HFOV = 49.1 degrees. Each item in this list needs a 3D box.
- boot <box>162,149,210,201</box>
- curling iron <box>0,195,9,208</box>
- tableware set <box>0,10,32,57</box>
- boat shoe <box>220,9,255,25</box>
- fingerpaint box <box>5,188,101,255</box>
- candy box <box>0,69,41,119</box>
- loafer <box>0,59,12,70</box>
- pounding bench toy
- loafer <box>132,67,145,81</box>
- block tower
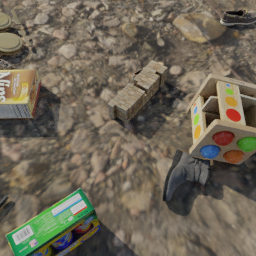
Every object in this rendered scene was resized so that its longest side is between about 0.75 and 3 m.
[{"bbox_3d":[1.640,1.377,7.664,1.113,0.590,1.691,19,57,13],"label":"boot"},{"bbox_3d":[-3.672,2.457,7.034,0.455,0.234,1.834,-15,29,48],"label":"curling iron"},{"bbox_3d":[-5.206,-3.851,11.576,1.735,0.526,2.625,-18,61,-27],"label":"tableware set"},{"bbox_3d":[4.968,-4.931,12.343,1.723,0.513,0.619,-7,54,-5],"label":"boat shoe"},{"bbox_3d":[-1.569,2.375,6.366,1.783,1.487,0.654,-30,59,-20],"label":"fingerpaint box"},{"bbox_3d":[-4.514,-1.142,9.376,2.838,0.785,1.638,-2,53,0],"label":"candy box"},{"bbox_3d":[-4.867,-2.476,10.673,0.940,0.296,0.338,18,56,13],"label":"loafer"},{"bbox_3d":[3.228,-0.026,8.011,2.569,1.596,2.004,12,54,-9],"label":"pounding bench toy"},{"bbox_3d":[0.557,-2.056,10.365,0.938,0.295,0.337,-34,61,-22],"label":"loafer"},{"bbox_3d":[0.384,-1.234,9.515,0.738,0.690,2.553,31,60,22],"label":"block tower"}]
